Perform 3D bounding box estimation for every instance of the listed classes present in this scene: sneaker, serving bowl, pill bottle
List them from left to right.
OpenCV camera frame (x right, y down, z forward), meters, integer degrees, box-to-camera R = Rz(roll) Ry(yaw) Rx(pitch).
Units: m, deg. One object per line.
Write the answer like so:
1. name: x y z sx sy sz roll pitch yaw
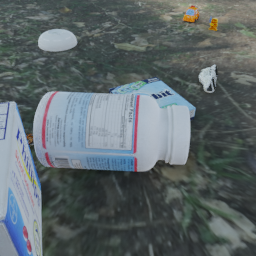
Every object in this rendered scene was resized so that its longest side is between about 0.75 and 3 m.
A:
1. serving bowl: -2.828 -3.587 11.167 1.541 0.507 1.541 0 39 0
2. pill bottle: -0.274 0.081 5.702 2.871 1.561 1.561 3 39 3
3. sneaker: 2.433 -1.478 8.618 0.526 0.488 1.299 -3 36 26

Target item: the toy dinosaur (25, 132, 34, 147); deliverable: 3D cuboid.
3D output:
1. toy dinosaur: -2.508 0.285 6.409 0.585 0.440 0.862 40 30 19

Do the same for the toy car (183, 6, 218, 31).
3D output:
1. toy car: 3.515 -5.221 13.079 1.011 0.686 2.061 -32 47 -33

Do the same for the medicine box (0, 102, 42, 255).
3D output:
1. medicine box: -2.012 1.078 4.059 1.152 2.038 2.237 -9 39 -11

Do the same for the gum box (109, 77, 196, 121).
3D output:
1. gum box: 0.593 -0.651 7.533 1.584 0.415 1.864 -18 42 -21
